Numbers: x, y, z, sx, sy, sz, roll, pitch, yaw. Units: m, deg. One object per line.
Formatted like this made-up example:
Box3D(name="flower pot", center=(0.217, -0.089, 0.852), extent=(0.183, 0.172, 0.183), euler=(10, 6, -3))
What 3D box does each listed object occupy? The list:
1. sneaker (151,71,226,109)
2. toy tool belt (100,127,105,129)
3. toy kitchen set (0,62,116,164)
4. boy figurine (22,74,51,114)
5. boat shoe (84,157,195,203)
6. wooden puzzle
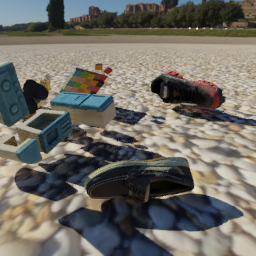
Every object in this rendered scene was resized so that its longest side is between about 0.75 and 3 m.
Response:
Box3D(name="sneaker", center=(1.948, -1.261, 9.938), extent=(1.423, 1.029, 2.913), euler=(-20, 34, -35))
Box3D(name="toy tool belt", center=(-0.783, -0.377, 7.914), extent=(0.571, 0.929, 0.580), euler=(39, 52, 9))
Box3D(name="toy kitchen set", center=(-1.614, -0.656, 6.020), extent=(1.571, 2.137, 2.667), euler=(9, 34, 22))
Box3D(name="boy figurine", center=(-3.182, -1.145, 9.431), extent=(0.875, 1.689, 2.717), euler=(39, -3, -21))
Box3D(name="boat shoe", center=(0.229, 0.940, 4.792), extent=(1.920, 0.703, 0.622), euler=(-11, 43, -9))
Box3D(name="wooden puzzle", center=(-1.633, -1.610, 10.393), extent=(1.359, 2.291, 0.161), euler=(7, 53, -37))
